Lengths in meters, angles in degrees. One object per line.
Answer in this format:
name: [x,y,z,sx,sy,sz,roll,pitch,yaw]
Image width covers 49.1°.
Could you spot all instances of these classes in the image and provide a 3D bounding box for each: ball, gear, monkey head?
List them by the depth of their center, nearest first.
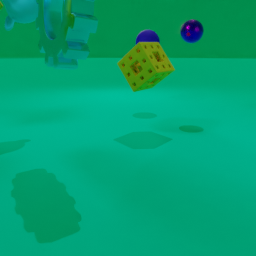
gear: [-1.164,-2.119,5.003,0.384,2.079,2.079,-4,15,-34]
monkey head: [-2.890,-3.270,7.354,1.173,0.982,1.630,11,51,28]
ball: [2.000,-3.022,8.765,0.718,0.718,0.718,0,15,0]
ball: [0.728,-3.178,10.388,0.892,0.892,0.892,0,15,0]

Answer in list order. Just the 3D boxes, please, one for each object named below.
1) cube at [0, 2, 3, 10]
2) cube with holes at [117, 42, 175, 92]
cube: [-2.918,-2.364,5.188,0.703,0.703,0.703,39,-3,-7]
cube with holes: [0.489,-1.654,7.566,0.918,0.918,0.918,-35,-9,40]
